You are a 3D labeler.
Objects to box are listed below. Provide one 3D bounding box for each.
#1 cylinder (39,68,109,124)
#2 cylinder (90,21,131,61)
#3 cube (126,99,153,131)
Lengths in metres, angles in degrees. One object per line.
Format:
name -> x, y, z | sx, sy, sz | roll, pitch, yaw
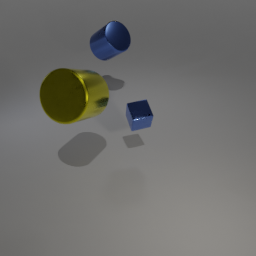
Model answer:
cylinder -> -1.405, -0.884, 7.585 | 1.400, 1.400, 1.400 | 11, 13, 17
cylinder -> -0.826, -3.967, 12.861 | 1.400, 1.400, 1.400 | -29, 11, -37
cube -> 0.364, -0.417, 9.258 | 0.700, 0.700, 0.700 | -13, 61, -12
